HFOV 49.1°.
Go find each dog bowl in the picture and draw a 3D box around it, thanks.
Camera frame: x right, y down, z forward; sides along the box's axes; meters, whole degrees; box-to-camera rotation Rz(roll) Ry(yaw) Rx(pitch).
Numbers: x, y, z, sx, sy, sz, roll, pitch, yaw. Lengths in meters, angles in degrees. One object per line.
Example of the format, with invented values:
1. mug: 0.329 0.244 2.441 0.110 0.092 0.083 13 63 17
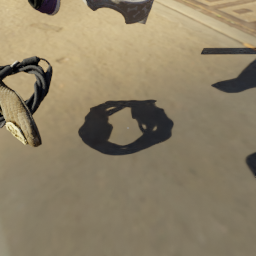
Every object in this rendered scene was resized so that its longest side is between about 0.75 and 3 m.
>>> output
1. dog bowl: -0.242 -4.141 7.842 2.423 0.710 2.423 8 69 -22

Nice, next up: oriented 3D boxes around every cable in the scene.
1. cable: -2.841 -0.946 6.700 1.924 0.599 2.358 -2 48 -1

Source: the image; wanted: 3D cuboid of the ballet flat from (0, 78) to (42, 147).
1. ballet flat: -1.861 -0.424 3.958 0.469 0.682 2.025 -29 64 -30

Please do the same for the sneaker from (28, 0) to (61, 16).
1. sneaker: -1.994 -3.682 6.601 0.686 1.813 0.794 6 9 25

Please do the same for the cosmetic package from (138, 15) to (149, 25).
1. cosmetic package: 0.544 -4.250 9.681 0.474 1.117 0.601 8 57 -10
